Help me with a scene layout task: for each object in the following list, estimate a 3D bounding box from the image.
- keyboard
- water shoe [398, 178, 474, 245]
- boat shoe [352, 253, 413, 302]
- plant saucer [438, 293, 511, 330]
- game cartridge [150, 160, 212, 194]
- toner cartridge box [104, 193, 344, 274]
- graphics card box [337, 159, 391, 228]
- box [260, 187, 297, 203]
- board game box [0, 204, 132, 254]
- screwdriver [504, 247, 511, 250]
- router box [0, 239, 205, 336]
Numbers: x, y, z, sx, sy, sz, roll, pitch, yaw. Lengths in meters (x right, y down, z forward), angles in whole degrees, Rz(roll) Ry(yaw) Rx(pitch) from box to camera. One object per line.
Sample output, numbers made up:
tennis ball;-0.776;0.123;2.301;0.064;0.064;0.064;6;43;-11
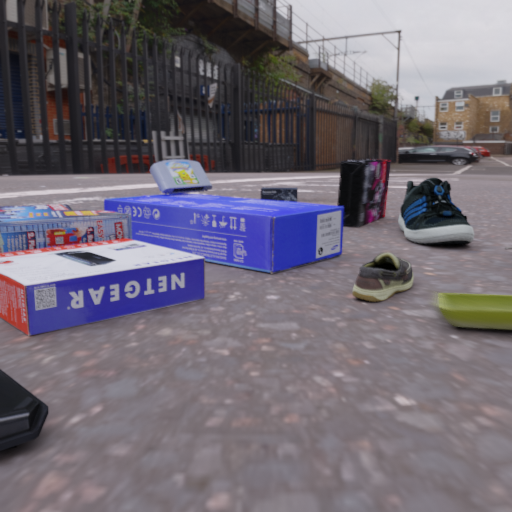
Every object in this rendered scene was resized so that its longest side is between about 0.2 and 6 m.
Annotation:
keyboard;-3.138;0.967;4.165;1.968;0.420;3.277;-1;8;-44
water shoe;3.783;-1.043;12.284;1.195;1.319;3.342;0;11;-1
boat shoe;1.800;0.212;7.645;0.550;0.506;1.539;19;22;31
plant saucer;2.532;0.615;6.195;0.980;0.235;0.978;1;6;18
game cartridge;-1.687;-1.786;12.541;1.280;0.259;0.853;-10;56;-38
toner cartridge box;-0.760;-0.578;10.772;4.448;0.960;2.113;10;13;40
graphics card box;2.936;-1.753;15.122;0.680;1.676;2.672;10;13;27
box;0.599;-1.296;14.627;0.952;0.968;0.568;0;11;5
board game box;-3.695;-0.245;9.013;3.116;0.962;3.118;-3;11;-22
screwdriver;5.298;-0.158;10.706;1.729;0.251;0.241;-10;14;-29
router box;-2.181;0.283;7.239;2.326;0.568;2.087;-10;14;-42
